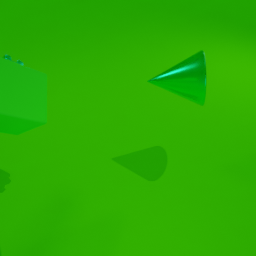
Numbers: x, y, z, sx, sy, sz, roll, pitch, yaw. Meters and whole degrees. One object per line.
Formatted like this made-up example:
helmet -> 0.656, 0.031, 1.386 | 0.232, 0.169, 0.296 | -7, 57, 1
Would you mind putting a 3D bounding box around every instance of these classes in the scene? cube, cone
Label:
cube -> -1.753, -0.418, 4.093 | 0.808, 0.808, 0.808 | -16, 70, 36
cone -> 1.049, -1.085, 6.322 | 1.236, 1.231, 1.231 | -2, 39, 8

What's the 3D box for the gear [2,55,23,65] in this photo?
gear -> -2.310, -0.881, 5.491 | 0.205, 1.109, 1.109 | -23, 27, 33
